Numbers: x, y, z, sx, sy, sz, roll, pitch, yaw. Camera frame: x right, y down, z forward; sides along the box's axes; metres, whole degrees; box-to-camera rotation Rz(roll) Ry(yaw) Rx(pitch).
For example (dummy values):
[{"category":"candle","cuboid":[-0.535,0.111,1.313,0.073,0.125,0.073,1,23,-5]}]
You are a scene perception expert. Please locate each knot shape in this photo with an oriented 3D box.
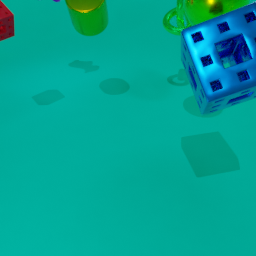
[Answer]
[{"category":"knot shape","cuboid":[1.892,-3.535,9.021,1.421,1.518,0.702,18,-6,-31]}]

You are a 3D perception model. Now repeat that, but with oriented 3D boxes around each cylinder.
[{"category":"cylinder","cuboid":[-1.123,-3.338,7.838,1.087,1.087,1.087,0,74,1]}]

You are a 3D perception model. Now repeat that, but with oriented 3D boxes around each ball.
[{"category":"ball","cuboid":[1.915,-2.794,6.100,1.392,1.392,1.392,0,36,0]}]

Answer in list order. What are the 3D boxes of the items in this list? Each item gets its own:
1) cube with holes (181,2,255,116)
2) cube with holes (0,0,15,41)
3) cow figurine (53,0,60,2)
[{"category":"cube with holes","cuboid":[1.640,-1.040,4.636,1.191,1.191,1.191,-19,80,8]},{"category":"cube with holes","cuboid":[-3.488,-2.774,7.248,0.735,0.735,0.735,47,57,9]},{"category":"cow figurine","cuboid":[-2.675,-4.683,8.980,1.550,0.851,1.525,10,-1,13]}]
